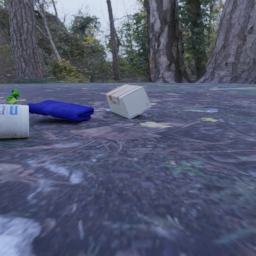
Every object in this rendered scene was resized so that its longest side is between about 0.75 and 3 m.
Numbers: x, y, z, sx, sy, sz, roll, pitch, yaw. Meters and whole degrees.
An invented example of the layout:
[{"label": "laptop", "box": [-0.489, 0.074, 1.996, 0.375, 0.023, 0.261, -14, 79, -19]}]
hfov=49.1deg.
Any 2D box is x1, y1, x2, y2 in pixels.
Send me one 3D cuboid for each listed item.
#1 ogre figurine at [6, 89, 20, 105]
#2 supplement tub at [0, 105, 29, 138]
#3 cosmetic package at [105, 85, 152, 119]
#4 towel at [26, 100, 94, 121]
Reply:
[{"label": "ogre figurine", "box": [-3.578, -0.525, 8.652, 0.583, 1.189, 0.713, -14, -2, -30]}, {"label": "supplement tub", "box": [-3.241, -0.172, 7.173, 1.321, 0.871, 0.871, -1, 11, -19]}, {"label": "cosmetic package", "box": [-0.047, -1.126, 11.344, 1.078, 0.910, 2.085, -28, 20, -16]}, {"label": "towel", "box": [-2.370, -0.578, 9.982, 2.007, 0.497, 1.482, 10, 16, 16]}]
